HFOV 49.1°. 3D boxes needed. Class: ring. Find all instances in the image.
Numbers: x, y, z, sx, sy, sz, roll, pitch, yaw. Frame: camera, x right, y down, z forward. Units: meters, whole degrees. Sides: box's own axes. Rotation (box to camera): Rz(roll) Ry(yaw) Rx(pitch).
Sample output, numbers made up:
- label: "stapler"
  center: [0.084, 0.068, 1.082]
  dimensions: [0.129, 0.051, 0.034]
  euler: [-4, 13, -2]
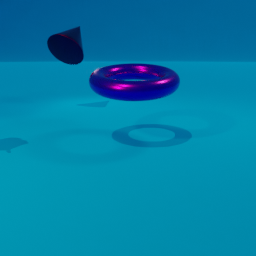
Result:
- label: "ring"
  center: [0.145, -1.106, 6.479]
  dimensions: [2.094, 0.419, 2.094]
  euler: [0, 25, 0]

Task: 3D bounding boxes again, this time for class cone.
- label: "cone"
  center: [-2.062, -3.360, 10.455]
  dimensions: [1.399, 1.399, 1.404]
  euler: [6, 57, 21]
